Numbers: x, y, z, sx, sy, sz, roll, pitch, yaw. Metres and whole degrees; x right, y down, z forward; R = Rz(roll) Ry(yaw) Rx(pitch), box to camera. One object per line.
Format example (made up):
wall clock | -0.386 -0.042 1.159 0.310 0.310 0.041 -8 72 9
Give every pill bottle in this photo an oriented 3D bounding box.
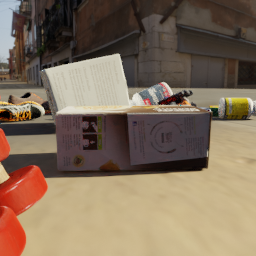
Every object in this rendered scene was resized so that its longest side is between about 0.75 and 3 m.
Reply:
pill bottle | 4.782 -0.846 12.021 1.622 0.903 0.903 0 10 8
pill bottle | 0.782 -0.961 10.928 1.811 1.083 1.083 -25 15 -9

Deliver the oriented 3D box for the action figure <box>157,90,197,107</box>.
action figure | 1.188 -0.305 9.450 2.566 1.342 2.482 -24 -2 11

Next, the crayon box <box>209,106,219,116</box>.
crayon box | 4.653 -0.789 13.104 1.647 0.418 1.046 3 10 13

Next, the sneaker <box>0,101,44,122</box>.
sneaker | -4.456 -0.578 11.328 2.065 0.808 0.797 -3 32 -18

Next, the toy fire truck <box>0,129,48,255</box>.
toy fire truck | -2.280 0.680 2.608 2.396 1.600 2.853 -25 12 -2

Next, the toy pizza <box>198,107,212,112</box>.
toy pizza | 2.247 -0.622 12.155 2.668 0.423 2.668 -1 9 0

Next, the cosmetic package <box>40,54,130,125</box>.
cosmetic package | -1.519 -1.264 9.831 2.497 2.089 2.077 -16 14 -18

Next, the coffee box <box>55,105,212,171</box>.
coffee box | 0.083 0.126 5.877 2.853 1.137 1.632 0 10 -3

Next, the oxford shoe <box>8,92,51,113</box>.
oxford shoe | -4.515 -1.252 13.861 1.028 1.047 2.888 7 12 34
